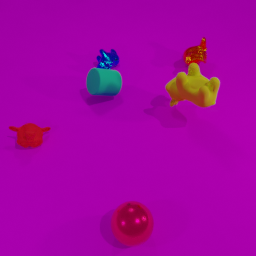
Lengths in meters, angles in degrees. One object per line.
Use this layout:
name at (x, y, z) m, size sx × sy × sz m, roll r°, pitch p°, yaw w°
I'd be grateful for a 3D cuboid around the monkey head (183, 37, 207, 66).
monkey head at (2.140, -2.434, 8.949) m, size 0.760 × 0.908 × 1.261 m, roll 3°, pitch 30°, yaw 14°

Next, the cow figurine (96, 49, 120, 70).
cow figurine at (-0.618, -2.085, 9.036) m, size 1.023 × 0.561 × 1.006 m, roll -16°, pitch 63°, yaw -38°

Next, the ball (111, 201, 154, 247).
ball at (0.083, 1.846, 5.433) m, size 0.839 × 0.839 × 0.839 m, roll 0°, pitch 49°, yaw 0°

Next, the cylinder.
cylinder at (-0.683, -1.297, 7.975) m, size 0.750 × 0.750 × 0.750 m, roll -3°, pitch 43°, yaw -40°

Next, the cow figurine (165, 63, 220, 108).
cow figurine at (1.621, -0.923, 7.191) m, size 0.821 × 1.472 × 1.495 m, roll -38°, pitch 59°, yaw -15°

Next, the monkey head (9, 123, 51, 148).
monkey head at (-2.437, 0.110, 6.976) m, size 1.020 × 0.734 × 0.614 m, roll 1°, pitch 58°, yaw -20°
